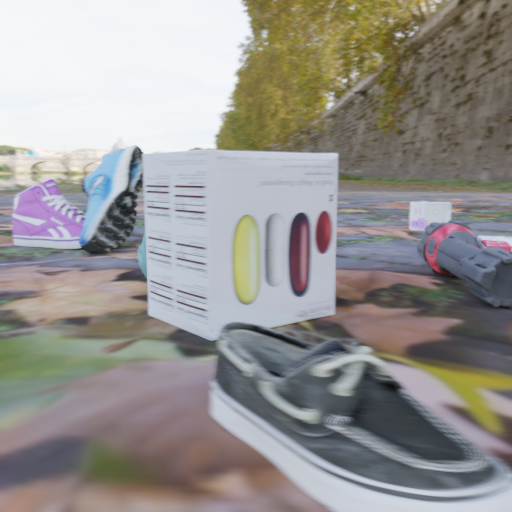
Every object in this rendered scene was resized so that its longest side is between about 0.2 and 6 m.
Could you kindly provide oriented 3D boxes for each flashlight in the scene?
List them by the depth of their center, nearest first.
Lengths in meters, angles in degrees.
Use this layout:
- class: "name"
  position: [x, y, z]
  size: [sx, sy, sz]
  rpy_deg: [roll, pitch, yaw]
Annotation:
- class: "flashlight"
  position: [2.869, 0.087, 7.342]
  size: [0.842, 0.845, 2.487]
  rpy_deg: [-33, 11, 4]

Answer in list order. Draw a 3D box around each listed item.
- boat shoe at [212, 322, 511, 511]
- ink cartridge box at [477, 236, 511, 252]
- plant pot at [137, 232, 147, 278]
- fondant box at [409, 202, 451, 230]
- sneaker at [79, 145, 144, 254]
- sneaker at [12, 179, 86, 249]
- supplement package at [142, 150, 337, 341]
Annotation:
- class: "boat shoe"
  position: [0.380, 0.779, 2.926]
  size: [0.690, 0.621, 1.951]
  rpy_deg: [-7, 11, -40]
- class: "ink cartridge box"
  position: [3.930, 0.066, 7.983]
  size: [1.379, 0.575, 1.001]
  rpy_deg: [2, 9, 15]
- class: "plant pot"
  position: [-0.964, -0.043, 7.125]
  size: [0.839, 1.252, 1.252]
  rpy_deg: [-33, -5, 23]
- class: "fondant box"
  position: [4.726, -1.076, 15.224]
  size: [1.045, 0.754, 0.304]
  rpy_deg: [1, 10, 6]
- class: "sneaker"
  position: [-2.959, -1.097, 11.075]
  size: [1.079, 2.398, 0.940]
  rpy_deg: [3, -30, 22]
- class: "sneaker"
  position: [-3.974, -0.873, 11.629]
  size: [2.485, 1.417, 0.901]
  rpy_deg: [3, 7, 11]
- class: "supplement package"
  position: [-0.153, -0.207, 5.876]
  size: [1.654, 1.730, 1.272]
  rpy_deg: [-7, 11, -38]
